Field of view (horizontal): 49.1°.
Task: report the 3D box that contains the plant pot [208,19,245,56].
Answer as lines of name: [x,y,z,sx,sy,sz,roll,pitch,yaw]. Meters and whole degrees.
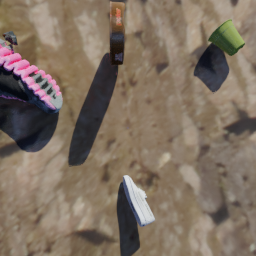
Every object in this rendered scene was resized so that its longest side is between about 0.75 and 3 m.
plant pot: [2.701,-2.353,7.521,0.784,0.784,0.745,-36,79,-3]

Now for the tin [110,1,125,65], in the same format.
tin: [-0.267,-2.255,6.862,0.413,1.974,1.105,-3,84,-3]

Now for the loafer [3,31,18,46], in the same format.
loafer: [-3.158,-2.384,7.525,0.279,0.773,0.281,-17,127,-25]

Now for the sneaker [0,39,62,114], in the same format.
sneaker: [-3.009,-1.173,7.508,2.728,1.078,1.301,40,114,-1]

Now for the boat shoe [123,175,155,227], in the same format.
boat shoe: [0.272,1.827,7.267,0.455,0.498,1.385,-15,55,-18]
